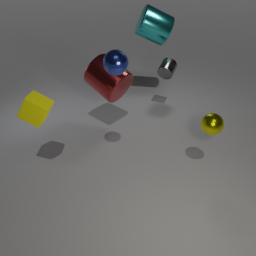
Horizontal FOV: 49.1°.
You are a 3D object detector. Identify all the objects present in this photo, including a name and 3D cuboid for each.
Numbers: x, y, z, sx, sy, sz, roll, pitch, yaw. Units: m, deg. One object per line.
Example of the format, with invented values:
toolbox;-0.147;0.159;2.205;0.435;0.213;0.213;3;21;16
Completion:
cylinder;1.741;-2.628;12.403;0.700;0.700;0.700;15;58;23
cylinder;1.211;-4.735;12.935;1.400;1.400;1.400;20;29;-14
ball;2.607;-0.118;8.666;0.700;0.700;0.700;0;32;0
cylinder;-0.759;-1.943;10.965;1.400;1.400;1.400;41;45;13
ball;-0.339;-1.810;7.742;0.700;0.700;0.700;0;32;0
cube;-2.720;-0.565;8.278;0.700;0.700;0.700;28;24;-10
